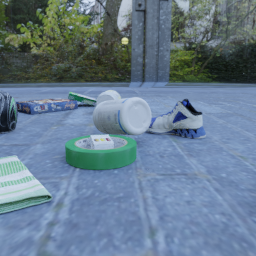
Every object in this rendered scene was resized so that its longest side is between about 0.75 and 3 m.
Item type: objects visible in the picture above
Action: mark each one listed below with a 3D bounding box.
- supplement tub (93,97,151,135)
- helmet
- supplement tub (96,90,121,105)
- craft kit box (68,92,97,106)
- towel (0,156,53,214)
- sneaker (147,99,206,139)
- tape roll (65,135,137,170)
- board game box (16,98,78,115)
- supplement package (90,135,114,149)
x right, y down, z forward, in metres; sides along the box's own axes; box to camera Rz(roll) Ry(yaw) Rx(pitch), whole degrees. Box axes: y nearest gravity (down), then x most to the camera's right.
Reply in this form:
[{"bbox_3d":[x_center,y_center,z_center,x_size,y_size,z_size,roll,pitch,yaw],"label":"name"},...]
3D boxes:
[{"bbox_3d":[-0.207,-0.343,8.661,1.124,1.124,1.704,-9,6,-36],"label":"supplement tub"},{"bbox_3d":[-4.700,-0.606,10.016,1.544,1.472,1.544,0,12,0],"label":"helmet"},{"bbox_3d":[-0.963,-1.309,14.201,1.138,1.138,1.570,1,12,7],"label":"supplement tub"},{"bbox_3d":[-2.824,-1.805,17.316,1.742,0.423,1.721,14,4,-15],"label":"craft kit box"},{"bbox_3d":[-2.652,1.023,5.188,1.781,0.273,2.335,-7,13,-33],"label":"towel"},{"bbox_3d":[1.643,-0.400,9.621,2.152,1.243,0.869,7,13,30],"label":"sneaker"},{"bbox_3d":[-0.667,0.558,7.033,1.768,0.425,1.768,1,12,0],"label":"tape roll"},{"bbox_3d":[-4.499,-1.237,15.428,1.929,0.493,2.848,11,16,42],"label":"board game box"},{"bbox_3d":[-0.663,0.509,7.098,0.507,0.488,0.891,-3,13,-13],"label":"supplement package"}]
